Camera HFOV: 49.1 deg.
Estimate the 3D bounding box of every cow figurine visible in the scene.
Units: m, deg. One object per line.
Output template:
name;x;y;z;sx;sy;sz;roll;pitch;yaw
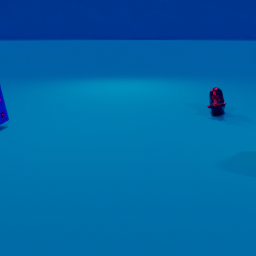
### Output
cow figurine;2.971;-0.905;9.397;0.600;1.094;1.076;-8;-15;21

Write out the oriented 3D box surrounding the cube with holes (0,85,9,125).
cube with holes;-4.380;-0.627;7.536;1.398;1.398;1.398;-2;20;13
